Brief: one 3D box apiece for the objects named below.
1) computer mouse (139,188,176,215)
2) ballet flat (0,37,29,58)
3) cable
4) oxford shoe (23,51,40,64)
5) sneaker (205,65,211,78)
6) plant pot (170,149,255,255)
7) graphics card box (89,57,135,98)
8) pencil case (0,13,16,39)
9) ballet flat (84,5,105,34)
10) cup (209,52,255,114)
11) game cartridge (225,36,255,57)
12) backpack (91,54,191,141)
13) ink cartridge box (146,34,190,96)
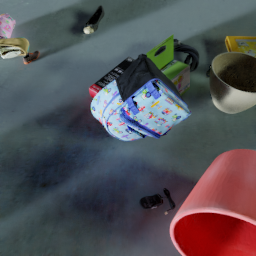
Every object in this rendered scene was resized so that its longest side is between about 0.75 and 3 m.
[{"bbox_3d":[0.783,2.036,7.389,0.922,0.212,0.648,-18,58,-20],"label":"computer mouse"},{"bbox_3d":[-5.082,-3.053,10.875,2.395,0.822,0.755,-9,69,-5],"label":"ballet flat"},{"bbox_3d":[1.623,-2.592,10.728,2.196,0.558,1.792,-26,62,-21],"label":"cable"},{"bbox_3d":[-3.776,-2.834,10.985,0.285,0.290,0.800,25,57,17],"label":"oxford shoe"},{"bbox_3d":[3.425,-2.113,10.446,1.055,0.317,0.550,1,53,7],"label":"sneaker"},{"bbox_3d":[2.497,1.843,6.256,2.536,2.536,2.244,24,46,17],"label":"plant pot"},{"bbox_3d":[-0.146,-1.552,9.858,1.345,0.545,2.144,32,61,23],"label":"graphics card box"},{"bbox_3d":[-5.153,-4.019,11.621,0.740,0.740,1.692,-3,51,-2],"label":"pencil case"},{"bbox_3d":[-1.516,-4.730,12.272,0.604,0.516,1.816,12,54,9],"label":"ballet flat"},{"bbox_3d":[3.484,-1.296,9.074,1.976,1.413,1.976,3,51,-3],"label":"cup"},{"bbox_3d":[5.173,-2.897,10.985,2.313,0.375,2.039,-1,53,1],"label":"game cartridge"},{"bbox_3d":[0.243,-0.516,7.879,2.358,2.153,1.587,-35,50,19],"label":"backpack"},{"bbox_3d":[1.333,-1.809,9.134,0.730,1.927,1.424,32,59,33],"label":"ink cartridge box"}]
